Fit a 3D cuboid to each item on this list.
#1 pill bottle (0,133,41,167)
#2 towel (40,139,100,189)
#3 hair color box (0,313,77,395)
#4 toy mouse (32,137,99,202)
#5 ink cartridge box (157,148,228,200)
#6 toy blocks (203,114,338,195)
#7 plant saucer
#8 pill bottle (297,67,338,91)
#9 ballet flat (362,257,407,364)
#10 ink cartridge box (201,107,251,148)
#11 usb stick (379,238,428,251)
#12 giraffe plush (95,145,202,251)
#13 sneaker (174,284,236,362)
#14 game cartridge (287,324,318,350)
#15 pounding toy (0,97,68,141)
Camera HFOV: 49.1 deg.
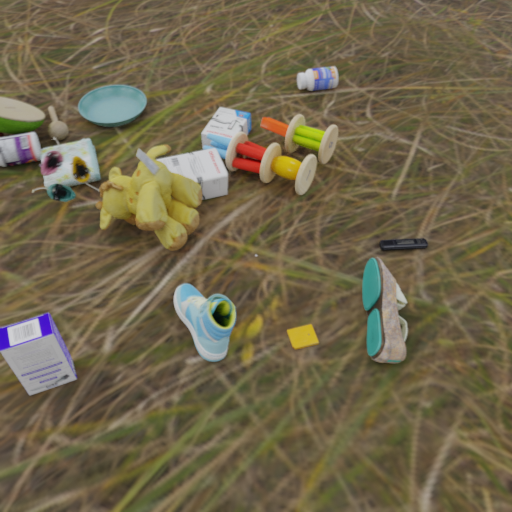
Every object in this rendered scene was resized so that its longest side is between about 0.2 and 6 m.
[{"bbox_3d":[-5.459,-2.349,12.520,1.151,0.641,0.641,-13,50,-11],"label":"pill bottle"},{"bbox_3d":[-4.140,-2.032,12.468,1.175,0.331,1.373,-16,50,-10],"label":"towel"},{"bbox_3d":[-3.323,1.524,8.569,0.766,1.402,0.454,-17,51,-15],"label":"hair color box"},{"bbox_3d":[-4.069,-1.621,11.453,0.284,1.467,1.304,17,47,43],"label":"toy mouse"},{"bbox_3d":[-1.385,-1.674,11.948,1.393,0.588,1.018,-13,50,-12],"label":"ink cartridge box"},{"bbox_3d":[0.290,-2.513,12.490,2.498,0.907,2.082,22,53,18],"label":"toy blocks"},{"bbox_3d":[-3.550,-3.677,13.933,1.663,0.299,1.663,0,48,0],"label":"plant saucer"},{"bbox_3d":[1.588,-4.601,14.587,0.978,0.548,0.548,-9,49,-8],"label":"pill bottle"},{"bbox_3d":[2.249,0.958,9.678,0.697,0.705,2.073,17,53,-13],"label":"ballet flat"},{"bbox_3d":[-0.691,-2.923,13.142,0.823,0.475,1.127,15,50,13],"label":"ink cartridge box"},{"bbox_3d":[2.880,-0.226,10.968,0.932,0.152,0.258,-3,42,-2],"label":"usb stick"},{"bbox_3d":[-2.270,-1.075,10.904,1.642,2.024,1.747,-10,36,32],"label":"giraffe plush"},{"bbox_3d":[-0.818,0.836,9.357,0.641,1.052,1.612,-9,48,-35],"label":"sneaker"},{"bbox_3d":[0.796,1.390,9.591,0.450,0.073,0.397,-12,50,-8],"label":"game cartridge"},{"bbox_3d":[-5.605,-2.991,13.099,2.019,0.937,1.558,1,30,-38],"label":"pounding toy"}]
